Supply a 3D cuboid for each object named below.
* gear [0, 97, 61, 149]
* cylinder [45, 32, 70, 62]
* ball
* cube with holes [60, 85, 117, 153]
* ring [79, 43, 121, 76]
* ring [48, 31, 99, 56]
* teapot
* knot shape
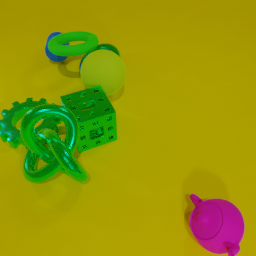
[{"bbox_3d":[-2.718,-0.167,7.729,1.662,0.307,1.662,0,49,0],"label":"gear"},{"bbox_3d":[-2.408,-2.779,9.586,0.774,0.774,0.774,-5,40,-5],"label":"cylinder"},{"bbox_3d":[-0.689,-1.535,7.853,1.274,1.274,1.274,0,49,0],"label":"ball"},{"bbox_3d":[-0.996,-0.239,7.270,1.085,1.085,1.085,-19,51,-16],"label":"cube with holes"},{"bbox_3d":[-0.927,-2.095,9.043,1.492,0.298,1.492,-11,62,22],"label":"ring"},{"bbox_3d":[-1.607,-2.509,8.272,1.497,0.299,1.497,-3,37,2],"label":"ring"},{"bbox_3d":[1.672,1.876,5.391,1.047,0.824,1.684,-51,32,13],"label":"teapot"},{"bbox_3d":[-1.599,0.582,6.298,1.846,1.972,0.911,39,32,14],"label":"knot shape"}]
